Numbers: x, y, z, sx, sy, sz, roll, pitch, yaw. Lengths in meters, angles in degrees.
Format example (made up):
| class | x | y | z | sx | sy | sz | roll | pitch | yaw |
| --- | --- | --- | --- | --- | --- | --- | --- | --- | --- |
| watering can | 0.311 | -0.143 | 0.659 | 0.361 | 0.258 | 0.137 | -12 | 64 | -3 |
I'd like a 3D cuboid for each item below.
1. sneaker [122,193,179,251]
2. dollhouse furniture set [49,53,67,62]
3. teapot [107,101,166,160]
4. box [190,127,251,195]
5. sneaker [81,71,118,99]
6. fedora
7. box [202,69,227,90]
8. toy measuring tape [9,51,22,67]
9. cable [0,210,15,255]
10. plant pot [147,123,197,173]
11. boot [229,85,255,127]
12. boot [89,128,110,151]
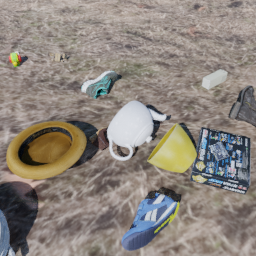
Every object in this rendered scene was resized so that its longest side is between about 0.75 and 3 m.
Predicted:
| class | x | y | z | sx | sy | sz | roll | pitch | yaw |
| --- | --- | --- | --- | --- | --- | --- | --- | --- | --- |
| sneaker | 0.549 | 2.704 | 8.236 | 2.211 | 0.817 | 0.909 | -27 | 48 | -37 |
| dollhouse furniture set | -3.968 | -3.981 | 15.881 | 0.905 | 0.469 | 0.401 | 7 | 3 | 8 |
| teapot | 0.255 | 0.065 | 10.482 | 1.434 | 1.964 | 1.938 | 41 | 22 | 14 |
| box | 3.389 | 1.093 | 10.139 | 1.895 | 0.548 | 2.384 | 12 | 44 | 13 |
| sneaker | -1.203 | -2.026 | 13.559 | 2.056 | 0.798 | 0.938 | -35 | 67 | -27 |
| fedora | -2.778 | 0.932 | 9.881 | 2.789 | 1.137 | 2.789 | 0 | 42 | 0 |
| box | 4.343 | -2.447 | 14.032 | 1.334 | 0.548 | 0.456 | -26 | 48 | -27 |
| toy measuring tape | -6.328 | -4.072 | 15.743 | 0.672 | 0.672 | 1.825 | -10 | 43 | -11 |
| cable | -4.442 | 3.065 | 7.431 | 2.437 | 0.844 | 2.437 | -23 | 59 | -10 |
| plant pot | 1.670 | 0.855 | 9.814 | 1.205 | 1.697 | 1.697 | 37 | 49 | 1 |
| boot | 5.702 | -0.664 | 11.993 | 2.182 | 0.868 | 2.507 | 27 | 54 | 20 |
| boot | -0.975 | 0.450 | 11.108 | 0.790 | 0.344 | 0.950 | 40 | 51 | 19 |
